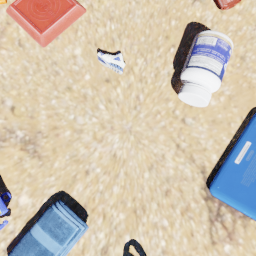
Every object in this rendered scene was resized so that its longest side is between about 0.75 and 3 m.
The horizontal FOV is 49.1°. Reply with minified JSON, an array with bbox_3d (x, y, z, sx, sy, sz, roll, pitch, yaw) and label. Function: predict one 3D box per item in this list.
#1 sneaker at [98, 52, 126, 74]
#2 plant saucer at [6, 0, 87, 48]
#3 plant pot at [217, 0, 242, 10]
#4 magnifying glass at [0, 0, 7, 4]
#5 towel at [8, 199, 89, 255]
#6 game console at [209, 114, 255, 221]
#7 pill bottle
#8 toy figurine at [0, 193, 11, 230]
[{"bbox_3d":[-0.426,-2.015,8.254,0.895,0.361,0.517,33,75,0],"label":"sneaker"},{"bbox_3d":[-2.558,-3.695,8.623,1.849,0.340,1.852,44,80,9],"label":"plant saucer"},{"bbox_3d":[2.996,-4.124,8.507,0.869,0.869,0.845,-20,86,-4],"label":"plant pot"},{"bbox_3d":[-4.752,-3.856,8.745,1.894,0.212,0.754,-10,77,0],"label":"magnifying glass"},{"bbox_3d":[-2.059,2.917,7.022,1.157,0.503,2.072,39,80,9],"label":"towel"},{"bbox_3d":[3.996,1.363,7.502,2.390,1.657,2.800,28,76,38],"label":"game console"},{"bbox_3d":[2.092,-1.590,7.739,1.119,1.119,1.870,21,79,5],"label":"pill bottle"},{"bbox_3d":[-3.817,1.974,7.207,1.437,1.265,2.398,-28,80,-35],"label":"toy figurine"}]
